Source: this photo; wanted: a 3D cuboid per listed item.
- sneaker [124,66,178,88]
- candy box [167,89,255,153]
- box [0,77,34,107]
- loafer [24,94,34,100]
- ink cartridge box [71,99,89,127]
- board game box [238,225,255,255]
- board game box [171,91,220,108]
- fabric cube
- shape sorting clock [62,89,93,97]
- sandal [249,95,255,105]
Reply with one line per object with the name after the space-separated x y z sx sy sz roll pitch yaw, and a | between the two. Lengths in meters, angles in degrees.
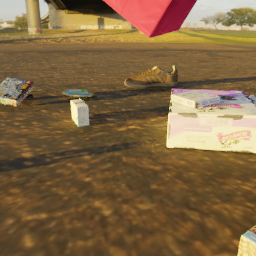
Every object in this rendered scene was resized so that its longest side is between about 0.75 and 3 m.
1.139 -2.564 13.783 2.694 1.017 0.949 -4 21 -12 | sneaker
2.308 -0.332 7.892 2.274 0.970 2.711 3 21 9 | candy box
-4.570 -1.445 11.053 1.108 0.323 1.618 10 36 2 | box
-4.480 -1.338 11.438 1.168 0.368 0.420 -5 19 -13 | loafer
-1.556 -0.523 8.897 0.372 0.632 1.098 -8 22 -21 | ink cartridge box
2.161 1.548 3.329 1.381 0.669 1.101 -15 25 -36 | board game box
1.775 -0.774 7.399 0.902 0.186 0.900 -12 23 -27 | board game box
0.590 -2.985 5.553 1.570 1.565 1.540 42 41 11 | fabric cube
-2.131 -1.451 11.900 1.300 0.255 1.300 1 16 0 | shape sorting clock
4.035 -0.686 9.000 0.570 0.943 2.318 1 18 31 | sandal
